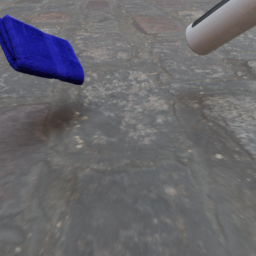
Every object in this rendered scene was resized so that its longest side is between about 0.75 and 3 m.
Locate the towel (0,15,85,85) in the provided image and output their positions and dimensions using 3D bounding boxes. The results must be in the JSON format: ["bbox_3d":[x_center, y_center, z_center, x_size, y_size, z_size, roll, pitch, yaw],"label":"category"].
[{"bbox_3d":[-2.413,-2.207,8.094,2.510,0.622,1.854,-1,54,-58],"label":"towel"}]

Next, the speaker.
[{"bbox_3d":[3.145,-3.328,8.401,1.205,1.205,2.968,-24,1,-31],"label":"speaker"}]
